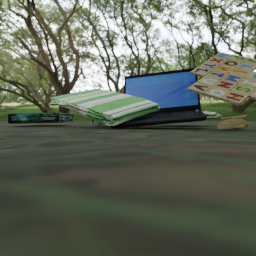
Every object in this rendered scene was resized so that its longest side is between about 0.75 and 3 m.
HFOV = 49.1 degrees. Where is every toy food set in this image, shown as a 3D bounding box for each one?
[{"bbox_3d":[2.410,-0.058,6.422,0.677,0.197,0.981,-6,13,27],"label":"toy food set"}]

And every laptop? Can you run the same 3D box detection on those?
[{"bbox_3d":[0.846,-0.919,7.789,2.332,1.359,2.631,-5,8,12],"label":"laptop"}]

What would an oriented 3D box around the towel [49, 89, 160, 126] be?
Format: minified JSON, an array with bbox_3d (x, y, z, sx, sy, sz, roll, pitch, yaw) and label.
[{"bbox_3d":[-0.690,-0.680,7.964,2.669,0.312,2.036,17,26,39],"label":"towel"}]

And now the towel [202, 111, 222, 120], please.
[{"bbox_3d":[1.945,-0.555,10.391,2.300,0.397,2.215,-1,5,-41],"label":"towel"}]

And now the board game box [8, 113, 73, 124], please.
[{"bbox_3d":[-3.128,-0.379,10.495,1.728,0.360,2.555,-1,3,-2],"label":"board game box"}]

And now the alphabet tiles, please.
[{"bbox_3d":[2.338,-1.117,6.036,1.847,0.083,2.210,24,44,34],"label":"alphabet tiles"}]

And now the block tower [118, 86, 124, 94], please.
[{"bbox_3d":[-0.445,-0.958,10.467,0.424,1.569,0.454,43,-15,-11],"label":"block tower"}]

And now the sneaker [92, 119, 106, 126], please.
[{"bbox_3d":[-0.163,-0.429,9.337,2.131,1.142,0.712,-31,-35,6],"label":"sneaker"}]
